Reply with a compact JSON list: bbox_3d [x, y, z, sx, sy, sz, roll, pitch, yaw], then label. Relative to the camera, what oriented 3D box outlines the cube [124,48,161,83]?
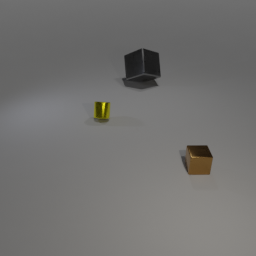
[{"bbox_3d":[0.793,-3.376,15.342,1.400,1.400,1.400,0,-6,-45],"label":"cube"}]

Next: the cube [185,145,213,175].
[{"bbox_3d":[2.281,1.033,9.101,0.700,0.700,0.700,0,30,-1],"label":"cube"}]

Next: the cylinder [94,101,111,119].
[{"bbox_3d":[-1.117,-0.774,12.062,0.700,0.700,0.700,4,5,0],"label":"cylinder"}]
